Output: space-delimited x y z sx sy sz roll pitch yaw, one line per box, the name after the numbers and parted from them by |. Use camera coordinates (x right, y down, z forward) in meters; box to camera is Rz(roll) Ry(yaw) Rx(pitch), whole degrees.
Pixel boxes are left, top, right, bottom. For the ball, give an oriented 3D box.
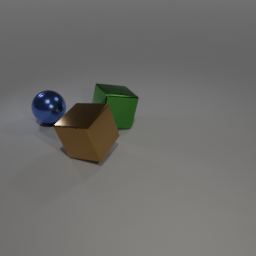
-3.286 -0.871 11.658 1.400 1.400 1.400 0 29 0 | ball

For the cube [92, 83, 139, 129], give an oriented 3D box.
-0.590 -0.898 11.473 1.400 1.400 1.400 1 26 -27 | cube

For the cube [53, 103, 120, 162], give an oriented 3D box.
-1.346 0.105 9.459 1.400 1.400 1.400 4 39 30 | cube
